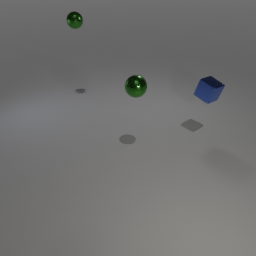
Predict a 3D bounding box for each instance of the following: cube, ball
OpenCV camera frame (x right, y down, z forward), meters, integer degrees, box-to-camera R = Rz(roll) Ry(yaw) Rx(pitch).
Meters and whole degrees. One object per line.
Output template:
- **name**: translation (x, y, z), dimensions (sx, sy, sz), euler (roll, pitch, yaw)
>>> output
- **cube**: translation (3.005, -1.416, 10.376), dimensions (0.700, 0.700, 0.700), euler (-21, 51, -38)
- **ball**: translation (-2.282, -4.617, 12.001), dimensions (0.700, 0.700, 0.700), euler (0, 29, 0)
- **ball**: translation (0.245, -1.288, 8.663), dimensions (0.700, 0.700, 0.700), euler (0, 29, 0)
